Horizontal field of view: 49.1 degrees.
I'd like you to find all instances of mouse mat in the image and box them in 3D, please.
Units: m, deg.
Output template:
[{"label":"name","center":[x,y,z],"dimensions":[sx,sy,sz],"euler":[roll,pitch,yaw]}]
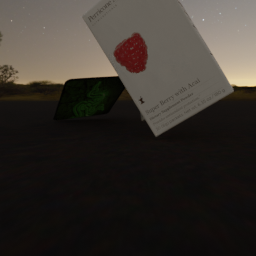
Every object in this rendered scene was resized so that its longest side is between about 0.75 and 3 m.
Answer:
[{"label":"mouse mat","center":[-1.161,-0.875,8.653],"dimensions":[2.016,0.094,2.506],"euler":[-9,-19,-27]}]

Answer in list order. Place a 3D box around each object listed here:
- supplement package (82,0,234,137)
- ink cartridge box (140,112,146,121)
[{"label":"supplement package","center":[0.681,-1.501,5.689],"dimensions":[1.655,2.729,1.634],"euler":[-32,-1,22]},{"label":"ink cartridge box","center":[0.512,-1.722,9.273],"dimensions":[0.510,2.341,2.032],"euler":[-8,28,6]}]
